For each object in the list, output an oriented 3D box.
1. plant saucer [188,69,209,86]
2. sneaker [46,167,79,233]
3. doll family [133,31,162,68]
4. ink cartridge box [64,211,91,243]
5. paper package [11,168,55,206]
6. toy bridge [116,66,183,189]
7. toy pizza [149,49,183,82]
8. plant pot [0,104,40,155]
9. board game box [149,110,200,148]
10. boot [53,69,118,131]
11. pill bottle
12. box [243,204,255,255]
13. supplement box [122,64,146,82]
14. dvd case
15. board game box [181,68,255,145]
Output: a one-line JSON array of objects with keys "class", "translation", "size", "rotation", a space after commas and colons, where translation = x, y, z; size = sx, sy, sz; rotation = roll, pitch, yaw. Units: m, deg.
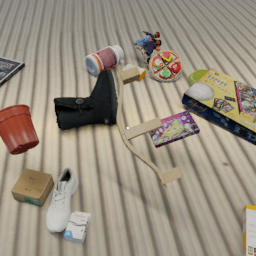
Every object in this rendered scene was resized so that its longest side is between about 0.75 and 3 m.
[{"class": "plant saucer", "translation": [3.118, -1.978, 11.262], "size": [1.383, 0.215, 1.383], "rotation": [0, 47, 0]}, {"class": "sneaker", "translation": [-1.746, 1.800, 7.217], "size": [0.656, 0.767, 1.762], "rotation": [2, 47, 1]}, {"class": "doll family", "translation": [1.140, -3.273, 11.805], "size": [1.214, 0.824, 2.100], "rotation": [-29, 90, -3]}, {"class": "ink cartridge box", "translation": [-1.243, 2.402, 6.975], "size": [0.453, 0.265, 0.781], "rotation": [7, 46, 7]}, {"class": "paper package", "translation": [-2.576, 1.603, 7.622], "size": [0.872, 0.451, 0.831], "rotation": [11, 47, 9]}, {"class": "toy bridge", "translation": [0.305, 0.048, 6.533], "size": [0.971, 0.393, 2.890], "rotation": [-21, 83, -9]}, {"class": "toy pizza", "translation": [1.544, -2.525, 11.267], "size": [1.391, 0.220, 1.391], "rotation": [0, 82, -2]}, {"class": "plant pot", "translation": [-2.579, 0.079, 6.534], "size": [0.944, 0.944, 0.918], "rotation": [-24, 79, -21]}, {"class": "board game box", "translation": [1.220, 0.017, 7.705], "size": [1.283, 0.207, 0.770], "rotation": [-20, 49, -3]}, {"class": "boot", "translation": [-1.502, -1.071, 9.819], "size": [2.166, 0.984, 2.578], "rotation": [-4, 52, -10]}, {"class": "pill bottle", "translation": [-0.946, -2.863, 11.661], "size": [1.535, 0.867, 0.867], "rotation": [-33, 54, -28]}, {"class": "box", "translation": [3.264, 2.690, 6.669], "size": [0.965, 0.336, 1.620], "rotation": [12, 50, 12]}, {"class": "supplement box", "translation": [0.236, -2.263, 11.464], "size": [0.844, 0.310, 0.532], "rotation": [22, 50, 20]}, {"class": "dvd case", "translation": [-5.341, -2.343, 11.612], "size": [1.319, 0.217, 1.755], "rotation": [16, 49, 15]}, {"class": "board game box", "translation": [3.687, -0.852, 9.806], "size": [2.967, 0.513, 2.010], "rotation": [35, 56, 24]}]
